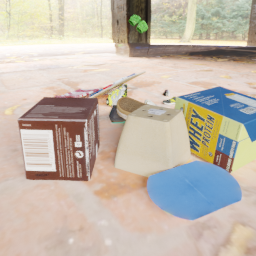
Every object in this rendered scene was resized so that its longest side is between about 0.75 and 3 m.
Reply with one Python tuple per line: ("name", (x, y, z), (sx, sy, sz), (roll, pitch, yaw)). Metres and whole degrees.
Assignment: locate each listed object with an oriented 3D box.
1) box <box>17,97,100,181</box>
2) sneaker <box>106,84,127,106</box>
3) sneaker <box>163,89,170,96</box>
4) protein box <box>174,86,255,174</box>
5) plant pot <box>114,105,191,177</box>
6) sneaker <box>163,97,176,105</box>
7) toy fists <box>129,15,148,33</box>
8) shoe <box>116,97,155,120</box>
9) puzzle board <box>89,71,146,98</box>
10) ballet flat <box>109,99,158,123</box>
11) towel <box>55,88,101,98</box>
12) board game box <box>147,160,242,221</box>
("box", (-1.885, 0.225, 8.325), (1.824, 1.843, 2.221), (1, 22, 2))
("sneaker", (-0.528, -1.757, 14.579), (0.946, 0.934, 2.477), (0, 19, 6))
("sneaker", (2.175, -2.026, 16.072), (0.353, 0.297, 0.806), (4, 26, -8))
("protein box", (3.149, -0.120, 9.184), (2.400, 1.631, 2.418), (-17, 33, -35))
("plant pot", (0.797, 0.296, 8.430), (1.857, 1.646, 1.859), (12, 25, 27))
("sneaker", (2.293, -1.433, 14.419), (0.995, 0.421, 0.371), (1, 21, 3))
("toy fists", (0.573, -5.497, 14.677), (1.087, 0.374, 0.554), (44, 77, 7))
("shoe", (0.903, -0.320, 10.649), (2.916, 0.778, 1.019), (23, 53, 3))
("puzzle board", (-0.680, -2.301, 15.001), (2.909, 0.253, 2.192), (-21, 9, 33))
("ballet flat", (0.547, -0.745, 11.995), (2.730, 0.997, 0.997), (-4, 22, -10))
("towel", (-2.733, -1.925, 15.520), (1.600, 0.253, 2.222), (3, 20, 36))
("board game box", (1.595, 1.599, 6.858), (2.228, 0.434, 1.761), (-15, 30, -20))
